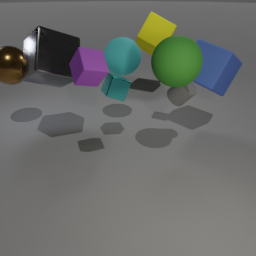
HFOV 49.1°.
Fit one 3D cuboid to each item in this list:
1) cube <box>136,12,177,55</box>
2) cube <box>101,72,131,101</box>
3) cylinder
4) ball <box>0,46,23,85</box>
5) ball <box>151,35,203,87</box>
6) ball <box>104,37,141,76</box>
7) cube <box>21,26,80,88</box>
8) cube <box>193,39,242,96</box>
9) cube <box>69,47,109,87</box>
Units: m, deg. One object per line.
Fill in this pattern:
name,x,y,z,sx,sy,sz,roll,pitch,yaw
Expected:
cube,1.321,-4.453,13.613,1.400,1.400,1.400,29,-2,-1
cube,-0.419,-1.404,9.527,0.700,0.700,0.700,14,17,-26
cylinder,1.754,-1.178,9.176,0.700,0.700,0.700,19,51,-26
ball,-4.332,-2.298,10.307,1.400,1.400,1.400,0,28,0
ball,1.338,-1.825,7.727,1.400,1.400,1.400,0,28,0
ball,-0.208,-2.678,10.510,1.400,1.400,1.400,0,28,0
cube,-2.491,-2.210,9.028,1.400,1.400,1.400,6,-7,-36
cube,3.027,-2.164,10.189,1.400,1.400,1.400,36,16,32
cube,-1.024,-1.567,7.273,0.700,0.700,0.700,-1,64,-35
